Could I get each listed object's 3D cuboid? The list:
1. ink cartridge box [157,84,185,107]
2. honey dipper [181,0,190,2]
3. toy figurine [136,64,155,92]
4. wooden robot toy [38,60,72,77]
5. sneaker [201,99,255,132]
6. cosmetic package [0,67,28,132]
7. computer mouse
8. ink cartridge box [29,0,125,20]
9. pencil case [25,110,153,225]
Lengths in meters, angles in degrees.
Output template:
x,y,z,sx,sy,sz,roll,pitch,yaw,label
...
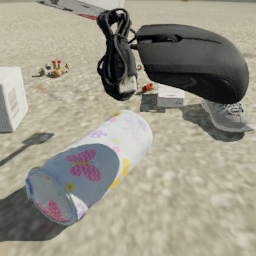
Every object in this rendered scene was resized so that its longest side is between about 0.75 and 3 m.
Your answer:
x,y,z,sx,sy,sz,roll,pitch,yaw,label
1.497,-1.166,9.933,0.911,0.525,1.574,3,30,6,ink cartridge box
1.563,-2.940,5.856,0.452,0.452,2.380,15,34,24,honey dipper
0.567,-1.965,10.864,1.026,1.042,0.725,15,24,29,toy figurine
-3.191,-2.546,12.348,1.504,0.663,0.682,-9,41,-14,wooden robot toy
2.980,-0.730,8.615,0.971,1.066,2.600,-7,30,-12,sneaker
-4.239,-0.880,8.394,1.866,1.538,1.540,0,29,-2,cosmetic package
0.868,-1.058,4.162,2.614,0.689,1.810,9,52,-21,computer mouse
-1.275,-2.781,5.273,2.099,0.875,1.524,5,13,-30,ink cartridge box
-0.671,0.659,5.964,1.348,1.235,2.971,34,41,15,pencil case
